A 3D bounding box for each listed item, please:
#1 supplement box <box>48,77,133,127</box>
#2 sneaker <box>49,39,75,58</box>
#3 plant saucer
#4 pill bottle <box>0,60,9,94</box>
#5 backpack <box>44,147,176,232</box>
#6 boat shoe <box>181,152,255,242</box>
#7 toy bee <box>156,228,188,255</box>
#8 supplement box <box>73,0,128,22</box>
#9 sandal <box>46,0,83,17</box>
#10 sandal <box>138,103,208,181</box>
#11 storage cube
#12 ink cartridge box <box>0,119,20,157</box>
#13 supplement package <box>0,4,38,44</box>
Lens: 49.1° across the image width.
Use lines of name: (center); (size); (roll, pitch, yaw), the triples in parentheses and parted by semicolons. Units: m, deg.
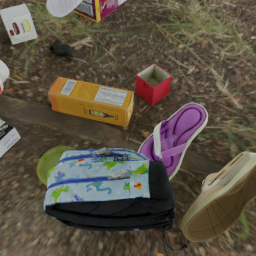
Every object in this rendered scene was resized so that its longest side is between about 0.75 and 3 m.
supplement box: (-1.057, -0.785, 8.268); (2.395, 0.797, 0.824); (15, 53, 10)
sneaker: (-2.333, -2.724, 9.970); (1.169, 0.444, 0.531); (34, 70, 30)
plant saucer: (-1.755, 1.028, 7.318); (1.199, 0.186, 1.199); (0, 54, 0)
pill bottle: (-4.473, -1.186, 8.298); (1.209, 1.209, 2.023); (15, 55, 10)
backpack: (-0.457, 1.374, 6.027); (2.614, 2.133, 2.010); (-16, 60, 1)
boat shoe: (2.222, 1.526, 6.588); (2.738, 0.988, 0.889); (-38, 25, -13)
toy bee: (0.469, 2.911, 5.241); (1.621, 1.346, 2.477); (2, 54, 3)
supplement box: (-1.142, -5.493, 11.525); (1.370, 1.080, 2.092); (30, 59, 20)
sandal: (-1.335, -4.018, 7.599); (2.321, 0.889, 0.665); (-33, 45, 15)
sandal: (1.121, 0.263, 7.451); (1.182, 0.714, 2.904); (29, 64, 20)
storage cube: (0.787, -1.349, 8.667); (0.903, 0.812, 0.772); (-35, 61, -24)
ink cartridge box: (-4.178, 0.734, 7.302); (1.173, 0.552, 2.495); (27, 58, 19)
supplement package: (-4.028, -3.823, 10.339); (0.977, 1.022, 0.752); (-23, 56, -15)
